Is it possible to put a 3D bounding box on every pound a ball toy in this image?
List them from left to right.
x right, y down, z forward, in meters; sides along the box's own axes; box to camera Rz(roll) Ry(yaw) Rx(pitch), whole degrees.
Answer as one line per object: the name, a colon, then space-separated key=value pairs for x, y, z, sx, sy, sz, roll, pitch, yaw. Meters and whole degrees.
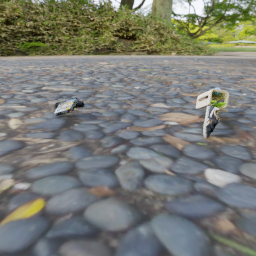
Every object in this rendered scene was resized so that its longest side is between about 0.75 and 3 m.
pound a ball toy: x=2.855 y=-0.888 z=9.086 sx=0.955 sy=0.622 sz=1.465 roll=10 pitch=-3 yaw=-3

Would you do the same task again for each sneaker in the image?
sneaker: x=2.199 y=-0.146 z=7.345 sx=0.341 sy=0.858 sz=0.337 roll=7 pitch=-5 yaw=30

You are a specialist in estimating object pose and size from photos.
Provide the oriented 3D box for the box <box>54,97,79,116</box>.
box: x=-2.049 y=-0.714 z=9.334 sx=0.800 sy=0.151 sz=0.546 roll=-11 pitch=44 yaw=35

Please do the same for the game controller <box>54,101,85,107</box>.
game controller: x=-2.264 y=-0.905 z=10.831 sx=1.120 sy=0.236 sz=0.584 roll=-5 pitch=3 yaw=-19
